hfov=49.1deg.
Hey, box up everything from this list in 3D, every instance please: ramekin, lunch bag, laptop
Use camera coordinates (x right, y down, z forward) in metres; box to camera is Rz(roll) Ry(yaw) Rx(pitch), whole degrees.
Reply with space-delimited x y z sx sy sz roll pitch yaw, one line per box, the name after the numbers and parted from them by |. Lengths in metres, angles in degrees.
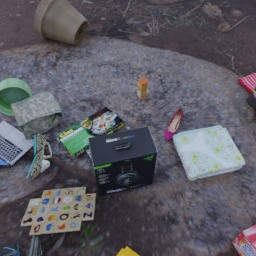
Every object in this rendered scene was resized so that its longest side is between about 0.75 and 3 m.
-4.657 -1.297 11.437 1.507 1.507 0.736 -14 47 -10 | ramekin
-3.506 -0.572 11.085 1.737 1.021 1.424 -26 51 -14 | lunch bag
-4.861 0.448 10.218 1.930 1.194 2.061 29 56 20 | laptop

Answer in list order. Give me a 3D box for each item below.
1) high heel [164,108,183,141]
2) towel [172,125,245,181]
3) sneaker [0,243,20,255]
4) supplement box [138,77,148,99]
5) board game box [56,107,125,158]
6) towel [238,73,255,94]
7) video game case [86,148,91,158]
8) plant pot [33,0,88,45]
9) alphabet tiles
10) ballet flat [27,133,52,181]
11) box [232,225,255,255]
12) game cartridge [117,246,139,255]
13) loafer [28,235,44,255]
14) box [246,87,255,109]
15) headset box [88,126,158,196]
1.793 -0.164 11.034 0.476 0.678 1.410 18 55 14 | high heel
2.948 0.850 10.354 2.179 0.525 1.866 -11 52 -8 | towel
-3.694 3.749 8.276 0.954 0.349 0.391 -12 43 -20 | sneaker
0.626 -1.685 12.019 0.325 0.978 0.336 -22 59 -16 | supplement box
-1.447 0.100 10.982 2.441 0.286 1.279 -33 54 -24 | board game box
5.917 -2.075 12.786 1.506 0.169 1.089 -22 61 -16 | towel
-0.880 0.783 10.578 1.270 0.146 1.157 -27 51 -20 | video game case
-3.258 -5.337 14.246 2.035 2.345 2.345 30 57 3 | plant pot
-2.115 2.527 8.739 2.176 0.069 1.811 -5 30 0 | alphabet tiles
-3.155 1.039 10.199 0.734 0.661 1.949 12 49 -20 | ballet flat
4.490 3.223 8.111 2.425 1.158 1.209 -18 55 -14 | box
0.129 4.393 7.783 1.695 0.275 1.495 31 58 20 | game cartridge
-2.613 3.956 8.012 0.544 0.621 1.730 10 57 -17 | loafer
5.974 -1.413 11.780 1.484 0.922 1.102 -34 67 -22 | box
-0.165 1.073 9.082 1.968 2.261 1.049 -10 53 -9 | headset box
